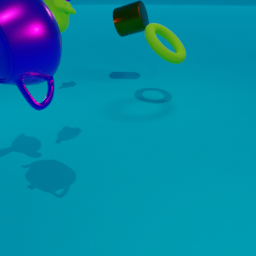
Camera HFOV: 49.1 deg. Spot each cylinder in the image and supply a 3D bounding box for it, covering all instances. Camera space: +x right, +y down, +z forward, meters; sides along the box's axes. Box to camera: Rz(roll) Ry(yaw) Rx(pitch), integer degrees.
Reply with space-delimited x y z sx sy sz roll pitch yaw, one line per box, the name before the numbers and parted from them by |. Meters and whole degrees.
cylinder | 0.128 -4.426 11.395 1.158 1.158 1.158 -8 22 22

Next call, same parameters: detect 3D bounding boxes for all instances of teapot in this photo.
teapot | -1.499 -1.119 3.415 1.234 1.985 0.972 -19 14 46

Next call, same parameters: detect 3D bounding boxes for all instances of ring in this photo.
ring | 1.247 -2.798 9.259 1.668 0.334 1.668 23 45 -25

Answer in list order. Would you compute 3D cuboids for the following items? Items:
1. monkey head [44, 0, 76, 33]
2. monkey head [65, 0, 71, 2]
monkey head | -1.451 -2.181 5.194 0.713 0.851 1.183 -37 9 15
monkey head | -2.352 -4.229 9.419 0.835 0.700 1.161 40 43 -5
